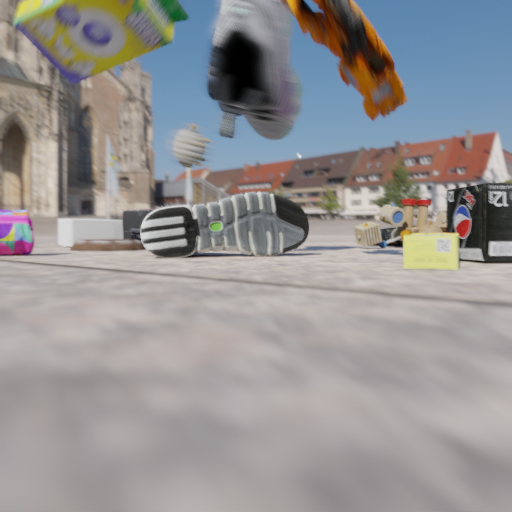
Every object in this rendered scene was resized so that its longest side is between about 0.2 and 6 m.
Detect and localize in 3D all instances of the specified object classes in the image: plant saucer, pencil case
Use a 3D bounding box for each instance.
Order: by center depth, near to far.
[{"bbox_3d":[-4.753,-0.385,9.320,1.987,0.878,0.878,-2,3,-36],"label":"pencil case"},{"bbox_3d":[-3.343,-0.243,12.633,1.668,0.268,1.668,0,2,0],"label":"plant saucer"}]

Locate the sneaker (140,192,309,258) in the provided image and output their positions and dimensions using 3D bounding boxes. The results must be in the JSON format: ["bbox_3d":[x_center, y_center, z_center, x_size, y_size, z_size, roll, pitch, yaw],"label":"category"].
[{"bbox_3d":[-0.651,-0.514,9.874,2.909,1.091,1.680,-2,1,-19],"label":"sneaker"}]

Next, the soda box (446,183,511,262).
[{"bbox_3d":[4.557,-0.462,8.051,3.400,1.077,1.203,0,1,-7],"label":"soda box"}]

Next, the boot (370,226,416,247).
[{"bbox_3d":[3.856,-0.542,15.756,1.215,0.581,1.609,-1,1,45],"label":"boot"}]

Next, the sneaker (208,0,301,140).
[{"bbox_3d":[-0.130,-2.829,9.877,1.411,2.539,3.630,5,-33,16],"label":"sneaker"}]

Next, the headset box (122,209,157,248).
[{"bbox_3d":[-2.041,-0.691,14.249,2.569,0.992,1.912,-4,4,-41],"label":"headset box"}]

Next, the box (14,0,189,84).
[{"bbox_3d":[-2.327,-3.622,8.608,2.319,0.561,1.361,-16,-34,21],"label":"box"}]

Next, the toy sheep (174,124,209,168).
[{"bbox_3d":[-1.158,-1.926,9.837,0.589,0.854,0.589,14,33,-9],"label":"toy sheep"}]

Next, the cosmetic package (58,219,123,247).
[{"bbox_3d":[-4.357,-0.618,15.261,1.797,0.762,0.967,0,4,-42],"label":"cosmetic package"}]

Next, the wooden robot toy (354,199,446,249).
[{"bbox_3d":[3.902,-0.680,13.430,2.873,1.266,1.303,-1,14,-19],"label":"wooden robot toy"}]

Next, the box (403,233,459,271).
[{"bbox_3d":[2.201,-0.074,6.938,0.614,0.409,1.632,1,3,21],"label":"box"}]

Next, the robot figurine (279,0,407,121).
[{"bbox_3d":[1.051,-2.939,7.248,0.744,1.854,2.557,-36,-40,18],"label":"robot figurine"}]
